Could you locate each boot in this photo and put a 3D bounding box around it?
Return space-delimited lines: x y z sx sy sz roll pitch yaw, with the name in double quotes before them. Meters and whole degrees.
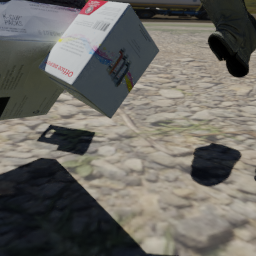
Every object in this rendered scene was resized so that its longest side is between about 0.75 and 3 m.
"boot" 2.313 -2.582 6.783 0.871 2.573 1.681 -28 22 52

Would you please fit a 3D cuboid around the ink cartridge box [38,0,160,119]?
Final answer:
"ink cartridge box" -0.417 -1.020 4.160 0.969 0.965 1.334 31 82 41

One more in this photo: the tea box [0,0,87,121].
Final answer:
"tea box" -2.415 -2.025 5.492 1.976 2.910 2.958 -12 -15 -40
